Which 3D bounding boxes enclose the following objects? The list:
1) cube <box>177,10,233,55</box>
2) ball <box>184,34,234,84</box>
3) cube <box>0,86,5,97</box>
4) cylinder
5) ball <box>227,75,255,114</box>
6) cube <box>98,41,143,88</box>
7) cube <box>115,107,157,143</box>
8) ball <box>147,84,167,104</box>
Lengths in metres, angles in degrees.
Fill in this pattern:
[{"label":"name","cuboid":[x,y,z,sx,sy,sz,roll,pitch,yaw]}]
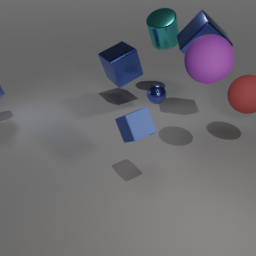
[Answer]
[{"label":"cube","cuboid":[2.899,-3.366,10.794,1.400,1.400,1.400,33,34,-22]},{"label":"ball","cuboid":[2.351,-1.993,8.155,1.400,1.400,1.400,0,30,0]},{"label":"cube","cuboid":[-5.735,-1.583,11.651,0.700,0.700,0.700,-33,-9,2]},{"label":"cylinder","cuboid":[1.695,-4.690,13.349,1.400,1.400,1.400,-9,57,14]},{"label":"ball","cuboid":[4.313,-1.209,10.059,1.400,1.400,1.400,0,30,0]},{"label":"cube","cuboid":[-0.335,-3.035,13.313,1.400,1.400,1.400,-32,42,-12]},{"label":"cube","cuboid":[0.197,-0.075,7.391,0.700,0.700,0.700,-23,4,-25]},{"label":"ball","cuboid":[1.025,-1.203,10.004,0.700,0.700,0.700,0,30,0]}]
